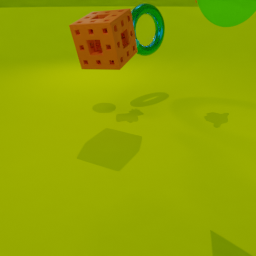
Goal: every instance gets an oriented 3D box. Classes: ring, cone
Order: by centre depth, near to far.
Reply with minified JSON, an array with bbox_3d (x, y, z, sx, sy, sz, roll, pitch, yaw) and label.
[{"bbox_3d":[1.346,-2.316,4.534,1.201,1.201,1.205,-7,26,-15],"label":"cone"},{"bbox_3d":[0.702,-3.817,10.946,1.943,1.943,0.389,-20,27,-35],"label":"ring"}]

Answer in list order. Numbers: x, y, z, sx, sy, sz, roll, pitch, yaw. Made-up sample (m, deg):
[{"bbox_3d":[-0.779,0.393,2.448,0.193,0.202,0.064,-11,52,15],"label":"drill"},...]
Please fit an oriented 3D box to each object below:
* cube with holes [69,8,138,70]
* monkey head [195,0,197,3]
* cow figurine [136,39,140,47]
[{"bbox_3d":[-0.612,-2.407,7.620,1.215,1.215,1.215,6,38,25],"label":"cube with holes"},{"bbox_3d":[2.763,-4.277,9.298,1.299,0.935,0.783,7,37,-53],"label":"monkey head"},{"bbox_3d":[-0.125,-3.118,9.546,1.094,1.076,0.601,33,74,7],"label":"cow figurine"}]
